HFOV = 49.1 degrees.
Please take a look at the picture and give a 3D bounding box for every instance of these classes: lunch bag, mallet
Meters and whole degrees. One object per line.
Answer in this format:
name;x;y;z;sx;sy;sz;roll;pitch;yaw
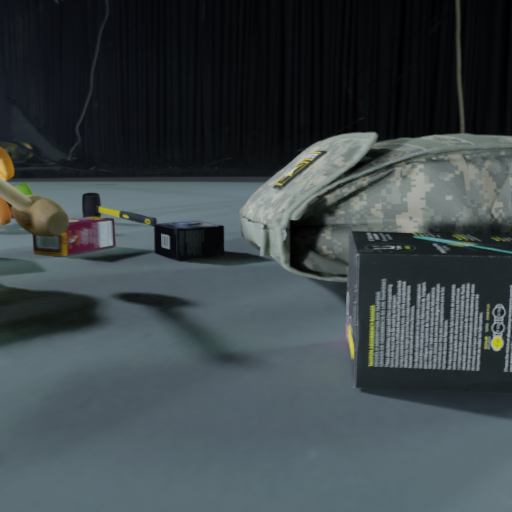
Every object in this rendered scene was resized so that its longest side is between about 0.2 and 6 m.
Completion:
lunch bag;1.411;-0.584;7.004;3.189;1.875;2.616;-6;10;-10
mallet;-3.275;-0.897;13.281;2.162;0.712;0.445;21;25;23

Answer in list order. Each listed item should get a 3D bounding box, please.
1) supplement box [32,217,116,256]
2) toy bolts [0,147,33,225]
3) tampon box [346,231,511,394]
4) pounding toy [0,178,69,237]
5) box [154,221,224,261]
supplement box;-3.025;-0.343;9.387;0.675;0.524;1.223;4;10;28
toy bolts;-6.061;-1.352;12.536;1.263;1.740;1.821;-30;3;-38
tampon box;1.433;0.360;4.085;1.502;0.948;1.126;1;10;7
pounding toy;-4.025;-0.492;6.080;3.384;1.941;1.935;-9;18;-43
box;-1.079;-0.264;8.971;0.852;0.529;0.858;-5;11;-34
